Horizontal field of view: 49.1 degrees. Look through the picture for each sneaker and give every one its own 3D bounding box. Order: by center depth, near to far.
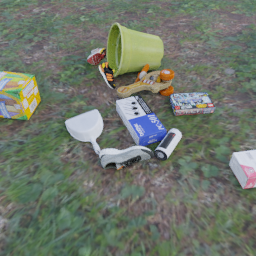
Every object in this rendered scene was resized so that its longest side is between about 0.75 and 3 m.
[{"bbox_3d":[-0.043,1.068,9.502,1.848,0.683,0.733,-7,52,1],"label":"sneaker"},{"bbox_3d":[-0.778,-2.321,12.416,0.569,1.264,0.442,-25,26,17],"label":"sneaker"},{"bbox_3d":[-1.756,-3.821,14.960,0.658,0.623,1.602,12,34,19],"label":"sneaker"}]

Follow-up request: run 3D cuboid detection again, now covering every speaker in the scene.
[{"bbox_3d":[1.459,0.580,10.075,0.522,0.522,1.285,22,46,23],"label":"speaker"}]

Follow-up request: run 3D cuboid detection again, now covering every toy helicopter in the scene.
[{"bbox_3d":[0.673,-2.038,12.631,2.691,1.062,1.780,-22,45,-18],"label":"toy helicopter"}]

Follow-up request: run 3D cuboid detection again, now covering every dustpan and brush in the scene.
[{"bbox_3d":[-1.445,0.209,10.562,1.413,0.580,2.025,-22,39,-12],"label":"dustpan and brush"}]

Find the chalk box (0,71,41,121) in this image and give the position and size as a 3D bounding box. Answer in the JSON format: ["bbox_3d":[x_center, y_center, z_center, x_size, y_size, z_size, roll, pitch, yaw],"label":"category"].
[{"bbox_3d":[-5.067,-1.388,11.558,2.320,1.436,1.443,7,42,7],"label":"chalk box"}]

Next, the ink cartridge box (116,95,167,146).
[{"bbox_3d":[0.459,-0.348,11.083,1.137,0.535,2.418,-15,45,-15],"label":"ink cartridge box"}]

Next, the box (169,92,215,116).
[{"bbox_3d":[2.724,-1.056,12.014,1.696,0.338,1.161,-5,42,-5],"label":"box"}]

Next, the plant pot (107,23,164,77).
[{"bbox_3d":[0.385,-3.719,13.710,2.297,2.498,2.498,-2,41,-20],"label":"plant pot"}]

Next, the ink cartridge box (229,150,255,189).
[{"bbox_3d":[4.304,1.302,9.183,1.505,0.623,1.102,-6,42,-7],"label":"ink cartridge box"}]
